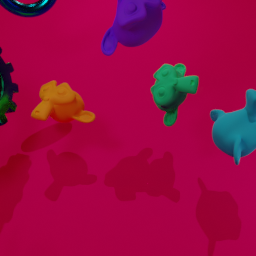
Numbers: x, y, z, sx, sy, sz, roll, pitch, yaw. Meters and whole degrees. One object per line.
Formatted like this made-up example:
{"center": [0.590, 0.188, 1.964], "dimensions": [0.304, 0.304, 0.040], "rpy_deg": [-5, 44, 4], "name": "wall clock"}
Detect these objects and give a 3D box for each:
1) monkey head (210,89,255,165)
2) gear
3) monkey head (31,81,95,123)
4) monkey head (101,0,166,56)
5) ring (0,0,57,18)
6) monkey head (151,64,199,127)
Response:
{"center": [2.177, -0.077, 5.544], "dimensions": [1.048, 1.251, 1.739], "rpy_deg": [-14, 31, 8], "name": "monkey head"}
{"center": [-3.029, -0.939, 5.625], "dimensions": [0.362, 1.959, 1.959], "rpy_deg": [-8, 55, 19], "name": "gear"}
{"center": [-1.608, -0.434, 6.411], "dimensions": [1.615, 0.973, 1.162], "rpy_deg": [14, 57, 25], "name": "monkey head"}
{"center": [0.046, -2.265, 5.428], "dimensions": [1.274, 1.067, 1.771], "rpy_deg": [45, 76, 5], "name": "monkey head"}
{"center": [-2.201, -3.155, 6.061], "dimensions": [1.510, 1.510, 0.302], "rpy_deg": [-24, 49, -15], "name": "ring"}
{"center": [1.055, -0.824, 6.042], "dimensions": [1.093, 0.916, 1.519], "rpy_deg": [6, 78, 30], "name": "monkey head"}
